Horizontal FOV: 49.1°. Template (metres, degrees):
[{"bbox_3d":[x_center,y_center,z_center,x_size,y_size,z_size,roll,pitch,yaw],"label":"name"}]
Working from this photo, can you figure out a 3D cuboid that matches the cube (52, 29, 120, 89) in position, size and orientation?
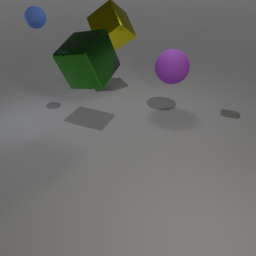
[{"bbox_3d":[-1.333,-2.255,9.308,1.400,1.400,1.400,6,49,31],"label":"cube"}]

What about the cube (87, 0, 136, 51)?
[{"bbox_3d":[-0.729,-4.489,12.488,1.400,1.400,1.400,-28,-17,25],"label":"cube"}]

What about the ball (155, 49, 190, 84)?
[{"bbox_3d":[1.795,-2.486,11.381,1.400,1.400,1.400,0,29,0],"label":"ball"}]

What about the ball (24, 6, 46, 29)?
[{"bbox_3d":[-3.058,-3.644,9.232,0.700,0.700,0.700,0,29,0],"label":"ball"}]
